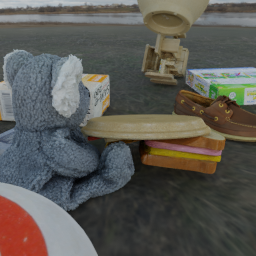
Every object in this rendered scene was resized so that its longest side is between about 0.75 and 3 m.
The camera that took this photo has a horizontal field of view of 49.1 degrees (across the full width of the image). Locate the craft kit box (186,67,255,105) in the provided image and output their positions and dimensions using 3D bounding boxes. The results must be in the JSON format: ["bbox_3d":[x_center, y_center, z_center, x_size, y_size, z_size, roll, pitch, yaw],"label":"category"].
[{"bbox_3d":[4.035,-1.619,10.346,2.966,0.720,2.930,-4,21,-8],"label":"craft kit box"}]

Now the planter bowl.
[{"bbox_3d":[1.096,-3.252,7.152,2.050,1.380,2.050,12,-8,2],"label":"planter bowl"}]

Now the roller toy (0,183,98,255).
[{"bbox_3d":[-1.324,1.556,1.462,2.537,1.944,2.781,16,28,31],"label":"roller toy"}]

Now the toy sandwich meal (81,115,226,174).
[{"bbox_3d":[0.425,0.260,5.426,2.702,0.925,2.702,-1,6,0],"label":"toy sandwich meal"}]

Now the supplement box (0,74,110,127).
[{"bbox_3d":[-2.126,-0.931,8.208,2.881,1.059,1.816,4,25,8],"label":"supplement box"}]

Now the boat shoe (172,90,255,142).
[{"bbox_3d":[2.336,-0.355,7.101,2.696,0.910,0.970,18,29,35],"label":"boat shoe"}]

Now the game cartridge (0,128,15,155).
[{"bbox_3d":[-2.503,0.261,6.541,0.920,0.287,1.382,16,28,24],"label":"game cartridge"}]

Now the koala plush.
[{"bbox_3d":[-1.254,-0.077,4.622,2.194,2.387,2.117,-22,33,-40],"label":"koala plush"}]

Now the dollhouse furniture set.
[{"bbox_3d":[1.312,-3.126,11.626,1.919,2.531,2.888,10,-1,19],"label":"dollhouse furniture set"}]
